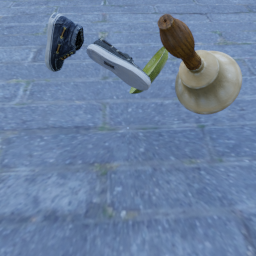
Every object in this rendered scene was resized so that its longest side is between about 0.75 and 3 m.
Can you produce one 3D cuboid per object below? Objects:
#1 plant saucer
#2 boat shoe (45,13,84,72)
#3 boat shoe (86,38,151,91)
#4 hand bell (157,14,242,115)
[{"bbox_3d":[0.554,-1.380,6.886,0.225,1.447,1.447,35,42,-12],"label":"plant saucer"},{"bbox_3d":[-1.480,-1.814,6.535,0.724,1.595,0.564,28,53,5],"label":"boat shoe"},{"bbox_3d":[-0.143,-1.444,6.176,1.656,0.568,0.469,34,68,7],"label":"boat shoe"},{"bbox_3d":[1.229,-1.321,5.341,1.560,2.996,1.560,-5,78,25],"label":"hand bell"}]
